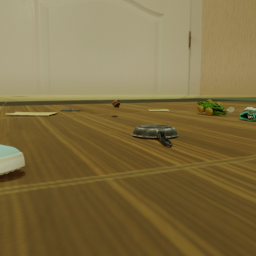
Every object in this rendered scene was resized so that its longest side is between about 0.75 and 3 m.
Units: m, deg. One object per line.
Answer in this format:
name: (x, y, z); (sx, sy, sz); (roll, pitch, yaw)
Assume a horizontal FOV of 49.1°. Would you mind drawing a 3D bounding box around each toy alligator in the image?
toy alligator: (3.767, -0.765, 12.126); (0.707, 0.513, 2.133); (-30, 26, -14)

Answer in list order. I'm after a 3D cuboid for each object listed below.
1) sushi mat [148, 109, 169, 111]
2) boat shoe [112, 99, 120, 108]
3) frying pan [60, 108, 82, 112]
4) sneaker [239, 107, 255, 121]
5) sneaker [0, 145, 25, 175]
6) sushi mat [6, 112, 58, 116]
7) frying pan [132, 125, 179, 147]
sushi mat: (1.573, -0.915, 14.550); (1.077, 0.065, 0.515); (-1, 9, -9)
boat shoe: (-0.454, -0.984, 11.435); (0.340, 0.340, 0.966); (-28, 4, 4)
frying pan: (-2.929, -0.900, 14.197); (1.056, 0.172, 0.639); (0, 8, 21)
sneaker: (4.574, -0.414, 9.951); (0.642, 0.546, 1.407); (-21, 12, -25)
sneaker: (-2.466, 0.197, 3.884); (2.170, 0.889, 0.802); (2, 9, 13)
sushi mat: (-4.189, -0.612, 12.253); (2.011, 0.122, 0.962); (1, 9, 7)
frying pan: (0.578, 0.128, 6.650); (1.175, 0.316, 1.943); (2, 5, 15)
